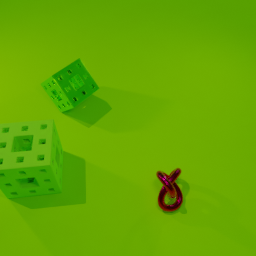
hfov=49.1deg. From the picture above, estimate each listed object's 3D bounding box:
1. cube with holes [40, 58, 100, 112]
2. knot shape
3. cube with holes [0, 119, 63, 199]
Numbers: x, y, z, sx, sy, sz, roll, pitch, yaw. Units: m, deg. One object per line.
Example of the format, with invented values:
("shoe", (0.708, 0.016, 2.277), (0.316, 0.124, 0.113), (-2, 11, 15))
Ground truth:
("cube with holes", (-1.828, -1.311, 8.803), (1.101, 1.101, 1.101), (-42, 18, -29))
("knot shape", (1.042, 1.547, 6.946), (0.520, 1.126, 1.053), (-3, 89, 25))
("cube with holes", (-2.494, 0.800, 7.158), (1.382, 1.382, 1.382), (-5, 51, -4))
